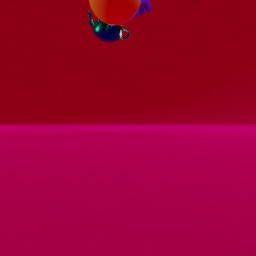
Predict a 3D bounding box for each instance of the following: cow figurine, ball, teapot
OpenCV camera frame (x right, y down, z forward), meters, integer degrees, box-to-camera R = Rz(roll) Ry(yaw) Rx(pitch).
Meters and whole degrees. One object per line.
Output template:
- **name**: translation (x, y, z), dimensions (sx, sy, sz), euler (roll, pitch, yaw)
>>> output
- **cow figurine**: translation (-0.048, -3.491, 7.382), dimensions (1.262, 1.242, 0.693), euler (-36, 19, -32)
- **ball**: translation (-0.285, -2.873, 6.161), dimensions (1.139, 1.139, 1.139), euler (0, 1, 0)
- **teapot**: translation (-0.658, -3.176, 8.781), dimensions (1.517, 0.743, 0.943), euler (22, 35, -7)
